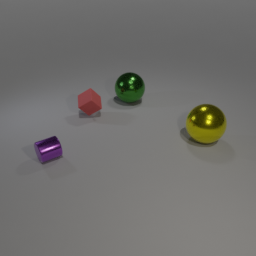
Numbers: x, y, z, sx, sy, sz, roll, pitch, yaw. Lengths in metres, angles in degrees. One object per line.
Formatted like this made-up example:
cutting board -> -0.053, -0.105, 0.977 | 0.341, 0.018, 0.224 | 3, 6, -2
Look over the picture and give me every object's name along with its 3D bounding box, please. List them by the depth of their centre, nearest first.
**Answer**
cylinder -> -2.582, 0.684, 9.071 | 0.700, 0.700, 0.700 | -21, 35, -29
ball -> 2.740, -0.152, 9.854 | 1.400, 1.400, 1.400 | 0, 29, 0
cube -> -1.572, -1.068, 11.518 | 0.700, 0.700, 0.700 | -26, 51, 21
ball -> 0.086, -1.844, 12.841 | 1.400, 1.400, 1.400 | 0, 29, 0
